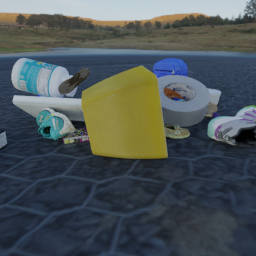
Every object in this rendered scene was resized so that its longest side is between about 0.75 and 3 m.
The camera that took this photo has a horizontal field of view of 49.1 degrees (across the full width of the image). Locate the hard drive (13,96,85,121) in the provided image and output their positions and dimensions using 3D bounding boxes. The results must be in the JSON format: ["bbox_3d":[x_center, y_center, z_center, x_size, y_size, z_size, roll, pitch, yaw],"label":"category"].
[{"bbox_3d":[-2.852,-0.763,11.441,2.926,0.390,1.930,5,-15,12],"label":"hard drive"}]

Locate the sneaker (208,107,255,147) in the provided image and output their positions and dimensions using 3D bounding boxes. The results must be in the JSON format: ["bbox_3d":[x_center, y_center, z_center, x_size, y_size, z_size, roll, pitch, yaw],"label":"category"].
[{"bbox_3d":[4.305,0.090,9.733,2.606,1.013,1.823,-19,26,-21],"label":"sneaker"}]

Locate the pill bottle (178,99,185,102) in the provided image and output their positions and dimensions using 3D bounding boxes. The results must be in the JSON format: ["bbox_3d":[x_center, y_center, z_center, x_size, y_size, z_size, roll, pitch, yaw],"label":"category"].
[{"bbox_3d":[2.690,-1.198,14.027,0.472,0.472,0.853,13,23,34],"label":"pill bottle"}]

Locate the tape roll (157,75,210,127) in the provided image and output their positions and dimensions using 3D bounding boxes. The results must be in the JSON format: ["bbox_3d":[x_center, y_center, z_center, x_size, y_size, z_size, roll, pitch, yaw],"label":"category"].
[{"bbox_3d":[2.143,-1.217,12.040,2.600,0.859,2.600,1,43,-1],"label":"tape roll"}]

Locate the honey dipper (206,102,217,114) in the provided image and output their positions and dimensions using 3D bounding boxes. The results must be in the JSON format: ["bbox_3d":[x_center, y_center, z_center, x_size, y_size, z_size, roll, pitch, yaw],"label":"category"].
[{"bbox_3d":[3.444,-1.173,13.848,0.550,0.550,2.896,-4,14,-12],"label":"honey dipper"}]

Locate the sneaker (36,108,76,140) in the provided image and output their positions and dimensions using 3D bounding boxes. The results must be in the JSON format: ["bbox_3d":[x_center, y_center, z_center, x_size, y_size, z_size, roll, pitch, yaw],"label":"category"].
[{"bbox_3d":[-2.905,-0.124,10.315,0.969,0.942,2.432,-38,28,-26],"label":"sneaker"}]

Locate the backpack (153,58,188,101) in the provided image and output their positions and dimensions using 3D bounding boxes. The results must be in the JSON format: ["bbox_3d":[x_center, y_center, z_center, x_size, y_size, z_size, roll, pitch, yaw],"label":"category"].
[{"bbox_3d":[2.242,-2.535,15.072,1.869,2.301,1.931,12,22,28],"label":"backpack"}]

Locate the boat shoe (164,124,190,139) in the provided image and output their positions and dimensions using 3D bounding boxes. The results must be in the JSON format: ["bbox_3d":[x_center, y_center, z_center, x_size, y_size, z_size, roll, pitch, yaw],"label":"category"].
[{"bbox_3d":[1.500,0.039,10.240,1.651,0.519,0.602,5,17,-9],"label":"boat shoe"}]

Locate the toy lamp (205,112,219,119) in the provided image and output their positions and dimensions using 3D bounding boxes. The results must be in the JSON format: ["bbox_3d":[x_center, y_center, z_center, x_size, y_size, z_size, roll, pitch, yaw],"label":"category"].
[{"bbox_3d":[3.509,-0.582,12.516,1.084,0.316,0.316,7,20,17],"label":"toy lamp"}]

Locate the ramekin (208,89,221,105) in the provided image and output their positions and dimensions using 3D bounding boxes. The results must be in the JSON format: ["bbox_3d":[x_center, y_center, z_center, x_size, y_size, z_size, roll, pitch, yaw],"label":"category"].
[{"bbox_3d":[4.078,-1.604,14.802,1.564,0.728,1.564,-1,19,0],"label":"ramekin"}]

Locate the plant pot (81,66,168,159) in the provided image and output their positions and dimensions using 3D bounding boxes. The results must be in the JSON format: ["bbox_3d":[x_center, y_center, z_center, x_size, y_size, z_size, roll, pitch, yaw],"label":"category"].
[{"bbox_3d":[-0.235,-0.417,9.114,2.247,2.548,2.547,-12,20,-3],"label":"plant pot"}]

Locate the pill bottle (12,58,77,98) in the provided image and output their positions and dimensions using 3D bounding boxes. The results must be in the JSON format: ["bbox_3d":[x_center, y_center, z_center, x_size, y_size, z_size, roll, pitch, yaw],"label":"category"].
[{"bbox_3d":[-3.713,-2.181,12.737,2.692,1.491,1.491,15,21,7],"label":"pill bottle"}]

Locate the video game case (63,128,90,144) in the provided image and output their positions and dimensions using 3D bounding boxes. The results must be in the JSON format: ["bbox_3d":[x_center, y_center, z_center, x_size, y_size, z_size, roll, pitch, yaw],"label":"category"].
[{"bbox_3d":[-1.907,0.268,10.236,0.961,0.190,1.060,-6,20,-16],"label":"video game case"}]

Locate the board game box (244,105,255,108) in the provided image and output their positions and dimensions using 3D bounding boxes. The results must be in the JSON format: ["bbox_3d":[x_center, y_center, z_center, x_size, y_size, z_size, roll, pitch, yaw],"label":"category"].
[{"bbox_3d":[6.090,-0.952,13.757,0.771,0.184,0.392,-12,23,-31],"label":"board game box"}]

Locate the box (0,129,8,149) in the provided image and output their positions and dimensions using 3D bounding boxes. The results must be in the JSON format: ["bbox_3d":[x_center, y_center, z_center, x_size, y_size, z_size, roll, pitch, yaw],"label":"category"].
[{"bbox_3d":[-5.476,0.642,8.575,2.454,0.610,2.436,3,18,10],"label":"box"}]

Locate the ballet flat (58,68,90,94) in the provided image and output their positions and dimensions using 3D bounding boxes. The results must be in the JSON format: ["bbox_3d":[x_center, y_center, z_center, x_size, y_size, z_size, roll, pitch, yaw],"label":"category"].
[{"bbox_3d":[-1.578,-1.379,8.257,1.179,0.397,0.273,-35,2,20],"label":"ballet flat"}]

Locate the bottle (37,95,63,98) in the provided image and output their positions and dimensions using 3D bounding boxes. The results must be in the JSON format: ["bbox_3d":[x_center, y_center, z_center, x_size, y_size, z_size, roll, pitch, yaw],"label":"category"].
[{"bbox_3d":[-3.748,-1.334,14.185,1.897,0.619,0.792,13,24,33],"label":"bottle"}]

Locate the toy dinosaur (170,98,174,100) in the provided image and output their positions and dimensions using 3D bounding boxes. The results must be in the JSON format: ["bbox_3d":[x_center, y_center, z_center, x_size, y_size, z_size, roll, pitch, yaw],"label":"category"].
[{"bbox_3d":[1.237,-1.389,13.602,1.933,1.119,2.131,9,21,23],"label":"toy dinosaur"}]
